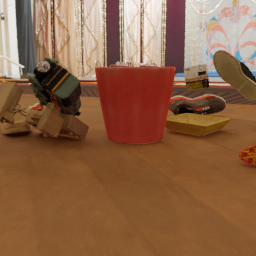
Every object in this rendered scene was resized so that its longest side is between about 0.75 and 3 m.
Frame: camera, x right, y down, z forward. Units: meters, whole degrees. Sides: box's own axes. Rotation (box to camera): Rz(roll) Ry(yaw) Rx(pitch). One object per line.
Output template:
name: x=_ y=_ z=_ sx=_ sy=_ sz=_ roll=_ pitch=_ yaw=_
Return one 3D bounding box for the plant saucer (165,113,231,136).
plant saucer: x=2.472 y=-0.128 z=10.394 sx=1.959 sy=0.475 sz=1.959 roll=12 pitch=17 yaw=43

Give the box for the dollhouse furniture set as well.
dollhouse furniture set: x=-3.282 y=0.263 z=8.503 sx=2.606 sy=2.233 sz=2.741 roll=8 pitch=-21 yaw=32

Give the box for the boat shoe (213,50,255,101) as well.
boat shoe: x=3.955 y=-1.951 z=10.092 sx=2.220 sy=0.830 sz=0.736 roll=43 pitch=35 yaw=5

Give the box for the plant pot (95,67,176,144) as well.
plant pot: x=0.246 y=-0.812 z=9.105 sx=2.630 sy=2.327 sz=2.630 roll=-1 pitch=12 yaw=0

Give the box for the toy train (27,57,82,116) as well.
toy train: x=-2.109 y=-1.088 z=8.552 sx=1.453 sy=1.087 sz=2.551 roll=37 pitch=-18 yaw=6

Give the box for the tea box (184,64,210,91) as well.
tea box: x=2.563 y=-1.857 z=10.426 sx=0.843 sy=0.563 sz=0.829 roll=-7 pitch=-30 yaw=16

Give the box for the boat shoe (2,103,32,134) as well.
boat shoe: x=-4.222 y=-0.392 z=10.520 sx=1.020 sy=0.923 sz=2.861 roll=-5 pitch=13 yaw=-24

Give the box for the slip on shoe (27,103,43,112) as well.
slip on shoe: x=-4.405 y=-0.800 z=13.524 sx=0.548 sy=0.663 sz=1.791 roll=27 pitch=7 yaw=-7

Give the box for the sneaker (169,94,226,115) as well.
sneaker: x=3.324 y=-0.822 z=13.189 sx=2.885 sy=1.112 sz=1.181 roll=-3 pitch=38 yaw=-8

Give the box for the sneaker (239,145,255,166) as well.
sneaker: x=3.324 y=0.684 z=6.799 sx=1.469 sy=0.536 sz=0.567 roll=0 pitch=-12 yaw=-14
